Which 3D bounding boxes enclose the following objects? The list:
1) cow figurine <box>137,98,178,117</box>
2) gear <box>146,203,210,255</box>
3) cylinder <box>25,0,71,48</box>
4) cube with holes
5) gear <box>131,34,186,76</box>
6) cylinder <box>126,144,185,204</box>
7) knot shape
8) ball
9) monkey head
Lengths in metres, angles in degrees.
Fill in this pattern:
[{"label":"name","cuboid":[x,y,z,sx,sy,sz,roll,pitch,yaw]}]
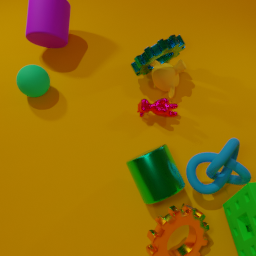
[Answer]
[{"label":"cow figurine","cuboid":[0.750,-0.516,7.433,0.909,0.923,0.507,-7,73,45]},{"label":"gear","cuboid":[0.983,2.136,5.439,1.311,1.311,0.242,-29,24,-17]},{"label":"cylinder","cuboid":[-2.376,-3.181,8.382,1.212,1.212,1.212,4,85,2]},{"label":"cube with holes","cuboid":[2.837,1.833,5.409,1.257,1.257,1.257,-3,57,-9]},{"label":"gear","cuboid":[0.832,-1.982,7.749,1.561,1.561,0.289,-27,85,-16]},{"label":"cylinder","cuboid":[0.593,0.984,6.077,0.988,0.988,0.988,-24,87,-14]},{"label":"knot shape","cuboid":[1.901,0.904,6.041,1.292,1.381,0.638,-20,35,4]},{"label":"ball","cuboid":[-2.603,-1.293,7.715,0.888,0.888,0.888,0,58,0]},{"label":"monkey head","cuboid":[1.128,-1.497,7.815,0.769,0.918,1.276,-27,83,-36]}]
